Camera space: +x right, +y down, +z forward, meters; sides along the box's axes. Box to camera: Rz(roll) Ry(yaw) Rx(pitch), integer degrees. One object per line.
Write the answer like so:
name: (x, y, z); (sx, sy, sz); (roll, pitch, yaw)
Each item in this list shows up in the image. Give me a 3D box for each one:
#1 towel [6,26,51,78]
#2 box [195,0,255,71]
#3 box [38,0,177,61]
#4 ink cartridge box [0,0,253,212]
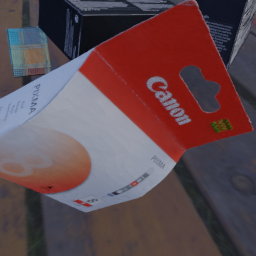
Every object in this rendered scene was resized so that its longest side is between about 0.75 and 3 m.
towel: (-2.377, -1.845, 6.737); (0.903, 0.134, 1.231); (-9, 83, -14)
box: (2.799, -3.580, 8.121); (1.657, 2.667, 2.689); (23, 47, 20)
box: (-0.166, -1.421, 3.698); (1.664, 0.656, 1.174); (-15, 49, -33)
ink cartridge box: (-0.110, 0.203, 3.555); (2.983, 2.420, 0.748); (-18, 52, 26)
